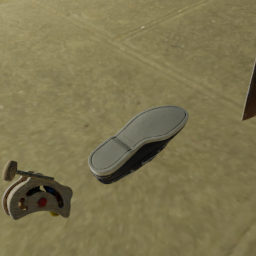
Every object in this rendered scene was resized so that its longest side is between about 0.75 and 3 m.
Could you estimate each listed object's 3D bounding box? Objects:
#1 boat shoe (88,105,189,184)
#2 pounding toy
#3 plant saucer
[{"bbox_3d":[0.279,0.340,6.057,2.476,0.777,0.900,-33,53,-20],"label":"boat shoe"},{"bbox_3d":[-1.233,0.962,3.783,0.664,1.158,0.662,-1,60,50],"label":"pounding toy"},{"bbox_3d":[2.015,-0.811,4.254,0.257,1.492,1.492,14,47,22],"label":"plant saucer"}]
